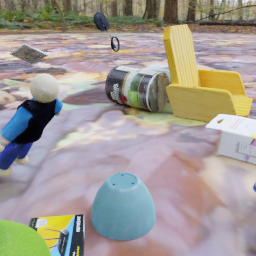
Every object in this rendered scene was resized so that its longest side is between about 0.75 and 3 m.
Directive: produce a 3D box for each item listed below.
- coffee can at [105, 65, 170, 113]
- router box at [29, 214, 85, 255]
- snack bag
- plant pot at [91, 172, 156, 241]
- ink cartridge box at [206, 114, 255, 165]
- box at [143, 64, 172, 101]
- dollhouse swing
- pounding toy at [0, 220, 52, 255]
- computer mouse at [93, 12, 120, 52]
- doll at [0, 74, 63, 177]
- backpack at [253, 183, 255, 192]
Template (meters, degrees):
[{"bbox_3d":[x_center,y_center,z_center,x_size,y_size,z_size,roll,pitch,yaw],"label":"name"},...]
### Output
[{"bbox_3d":[0.312,-1.312,9.212,1.752,1.282,1.282,17,28,35],"label":"coffee can"},{"bbox_3d":[-0.947,1.565,3.601,0.764,0.262,1.024,-3,23,-7],"label":"router box"},{"bbox_3d":[-3.068,-2.279,8.633,0.834,0.095,0.885,-15,-18,33],"label":"snack bag"},{"bbox_3d":[-0.075,1.078,4.252,1.005,0.677,1.005,-1,22,0],"label":"plant pot"},{"bbox_3d":[2.763,0.274,6.249,1.877,0.633,1.093,17,28,32],"label":"ink cartridge box"},{"bbox_3d":[1.223,-1.727,10.492,1.268,1.086,1.262,10,24,27],"label":"box"},{"bbox_3d":[2.671,-1.910,8.997,2.688,2.600,2.958,10,24,24],"label":"dollhouse swing"},{"bbox_3d":[-1.844,1.405,2.486,1.797,1.080,2.328,3,26,25],"label":"pounding toy"},{"bbox_3d":[-0.735,-3.360,9.769,0.458,1.564,0.266,-32,-1,5],"label":"computer mouse"},{"bbox_3d":[-1.181,0.000,3.257,0.371,1.530,1.044,43,34,2],"label":"doll"},{"bbox_3d":[2.632,0.894,4.200,1.387,1.068,1.321,1,21,-24],"label":"backpack"}]
